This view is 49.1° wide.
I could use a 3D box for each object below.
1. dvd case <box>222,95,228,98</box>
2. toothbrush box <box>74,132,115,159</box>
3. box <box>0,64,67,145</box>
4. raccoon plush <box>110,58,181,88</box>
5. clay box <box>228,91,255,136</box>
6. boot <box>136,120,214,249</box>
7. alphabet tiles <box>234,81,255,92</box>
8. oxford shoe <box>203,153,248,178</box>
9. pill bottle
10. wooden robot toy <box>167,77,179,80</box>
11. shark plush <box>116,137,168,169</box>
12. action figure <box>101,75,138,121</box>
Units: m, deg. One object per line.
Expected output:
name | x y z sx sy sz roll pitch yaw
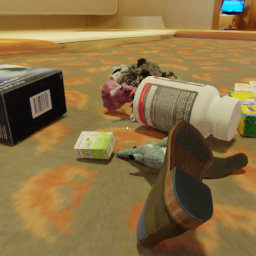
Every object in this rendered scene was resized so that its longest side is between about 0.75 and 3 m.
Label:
dvd case | 3.947 -1.092 10.454 0.752 0.083 0.549 15 27 33
toothbrush box | -0.745 0.383 6.364 0.774 0.333 0.564 0 42 18
box | -3.483 -0.845 8.038 2.392 1.486 2.411 9 27 21
raccoon plush | 0.575 -1.833 11.490 2.802 1.356 1.877 19 -8 -40
clay box | 3.961 -0.538 8.434 1.569 0.650 2.731 4 24 7
boot | 0.675 0.761 4.415 0.864 1.121 2.313 36 32 -5
alphabet tiles | 5.750 -1.437 11.080 2.922 0.213 2.858 8 22 18
oxford shoe | 1.879 0.785 5.858 1.197 0.427 0.427 -7 -5 -14
pill bottle | 1.533 -0.496 7.373 2.547 1.410 1.410 17 29 32
wooden robot toy | 1.349 -1.407 10.365 0.820 0.796 1.807 -11 27 28
shark plush | 0.342 0.488 5.773 0.746 0.814 1.791 -8 18 -38
action figure | -0.047 -0.970 8.673 1.639 1.098 1.221 3 41 38
